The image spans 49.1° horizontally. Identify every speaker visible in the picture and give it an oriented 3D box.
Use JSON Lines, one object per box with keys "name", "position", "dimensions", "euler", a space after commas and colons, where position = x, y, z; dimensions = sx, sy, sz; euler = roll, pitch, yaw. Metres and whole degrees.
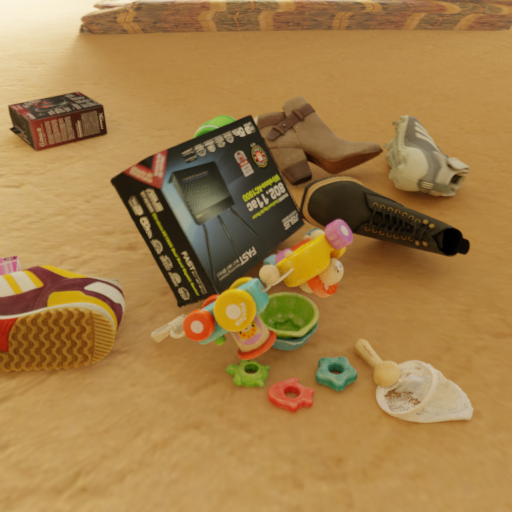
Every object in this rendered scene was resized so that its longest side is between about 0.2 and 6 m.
{"name": "speaker", "position": [-0.876, -2.705, 12.847], "dimensions": [0.872, 0.872, 1.972], "euler": [4, 22, 7]}

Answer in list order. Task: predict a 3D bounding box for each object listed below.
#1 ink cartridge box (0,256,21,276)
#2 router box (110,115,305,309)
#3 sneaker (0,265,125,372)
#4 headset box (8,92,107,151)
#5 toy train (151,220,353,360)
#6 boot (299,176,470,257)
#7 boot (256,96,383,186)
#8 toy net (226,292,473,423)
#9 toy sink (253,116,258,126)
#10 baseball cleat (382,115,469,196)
{"name": "ink cartridge box", "position": [-4.078, 0.543, 8.698], "dimensions": [0.732, 0.287, 1.546], "euler": [-10, 36, -15]}
{"name": "router box", "position": [-0.599, -0.811, 8.818], "dimensions": [0.886, 2.136, 2.851], "euler": [-19, 13, 39]}
{"name": "sneaker", "position": [-3.438, 0.790, 7.640], "dimensions": [3.214, 1.205, 1.448], "euler": [4, 24, -5]}
{"name": "headset box", "position": [-5.209, -3.488, 14.422], "dimensions": [2.167, 0.813, 1.610], "euler": [-23, 39, -32]}
{"name": "toy train", "position": [0.226, 0.537, 7.857], "dimensions": [3.233, 0.899, 2.428], "euler": [-33, 1, -29]}
{"name": "boot", "position": [2.094, -0.595, 8.984], "dimensions": [2.470, 0.957, 1.709], "euler": [4, 16, -34]}
{"name": "boot", "position": [1.305, -2.659, 12.284], "dimensions": [2.521, 0.885, 1.843], "euler": [-19, 76, -14]}
{"name": "toy net", "position": [1.181, 1.419, 7.028], "dimensions": [2.982, 0.576, 1.565], "euler": [16, 36, 23]}
{"name": "toy sink", "position": [0.311, -3.154, 14.222], "dimensions": [0.872, 0.489, 0.569], "euler": [16, 36, 15]}
{"name": "baseball cleat", "position": [3.698, -2.091, 12.307], "dimensions": [1.699, 1.113, 3.193], "euler": [19, 37, 1]}
